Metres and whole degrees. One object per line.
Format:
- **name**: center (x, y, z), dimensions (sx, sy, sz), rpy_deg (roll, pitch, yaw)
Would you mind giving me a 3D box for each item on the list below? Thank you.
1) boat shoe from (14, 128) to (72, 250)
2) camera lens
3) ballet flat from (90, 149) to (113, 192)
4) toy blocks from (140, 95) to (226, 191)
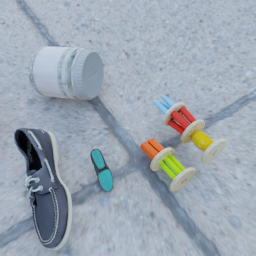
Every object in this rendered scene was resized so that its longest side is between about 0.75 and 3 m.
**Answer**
- **boat shoe**: center (-2.076, 1.252, 6.368), dimensions (1.089, 0.940, 2.998), rpy_deg (-34, 55, 21)
- **camera lens**: center (-1.853, -1.639, 8.355), dimensions (1.874, 1.499, 1.499), rpy_deg (8, 54, 20)
- **ballet flat**: center (-0.670, 1.061, 7.114), dimensions (0.412, 0.412, 1.127), rpy_deg (-20, 90, -14)
- **toy blocks**: center (1.106, 0.254, 7.344), dimensions (1.830, 0.797, 2.196), rpy_deg (-42, 58, 1)
